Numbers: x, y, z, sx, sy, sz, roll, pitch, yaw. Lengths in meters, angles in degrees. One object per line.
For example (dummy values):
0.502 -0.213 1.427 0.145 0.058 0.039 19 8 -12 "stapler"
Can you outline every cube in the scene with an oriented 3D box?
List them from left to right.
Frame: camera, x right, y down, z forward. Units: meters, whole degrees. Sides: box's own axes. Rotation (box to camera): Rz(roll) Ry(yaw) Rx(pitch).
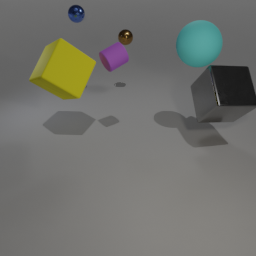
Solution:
-2.181 -1.882 9.310 1.400 1.400 1.400 29 -13 -32 "cube"
3.051 -1.060 9.071 1.400 1.400 1.400 -1 71 -14 "cube"

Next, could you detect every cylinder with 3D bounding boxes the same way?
-0.448 -2.256 8.900 0.700 0.700 0.700 -33 39 -13 "cylinder"

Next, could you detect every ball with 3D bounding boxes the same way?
-2.156 -4.765 11.690 0.700 0.700 0.700 0 29 0 "ball"
-0.114 -4.191 12.945 0.700 0.700 0.700 0 29 0 "ball"
2.198 -2.598 8.696 1.400 1.400 1.400 0 29 0 "ball"
